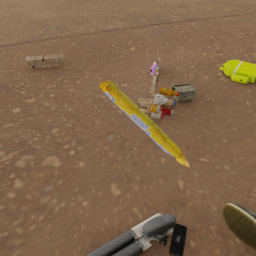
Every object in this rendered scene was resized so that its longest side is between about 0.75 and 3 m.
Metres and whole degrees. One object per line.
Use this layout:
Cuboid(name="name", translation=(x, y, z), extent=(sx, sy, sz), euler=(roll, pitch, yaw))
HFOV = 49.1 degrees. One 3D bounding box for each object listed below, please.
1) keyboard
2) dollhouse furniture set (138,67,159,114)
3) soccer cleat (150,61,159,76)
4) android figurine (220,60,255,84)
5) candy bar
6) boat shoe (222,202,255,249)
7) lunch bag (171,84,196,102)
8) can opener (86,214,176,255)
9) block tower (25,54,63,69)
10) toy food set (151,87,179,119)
Cuboid(name="keyboard", translation=(1.280, 3.050, 7.742), extent=(0.607, 0.098, 0.955), euler=(16, 38, 10))
Cuboid(name="dollhouse furniture set", translation=(0.895, -1.731, 12.753), extent=(0.818, 1.675, 1.428), euler=(6, 38, 9))
Cuboid(name="soccer cleat", translation=(1.471, -3.394, 15.979), extent=(0.510, 0.475, 1.393), euler=(-5, 39, 1))
Cuboid(name="android figurine", translation=(6.441, -3.166, 15.615), extent=(2.497, 0.513, 2.273), euler=(21, 42, 24))
Cuboid(name="candy bar", translation=(0.380, -0.092, 6.179), extent=(0.295, 2.659, 0.663), euler=(-48, 12, -3))
Cuboid(name="boat shoe", translation=(3.684, 2.827, 7.492), extent=(0.787, 0.856, 2.396), euler=(-22, 45, -37))
Cuboid(name="lunch bag", translation=(2.697, -1.805, 13.715), extent=(0.907, 0.650, 1.106), euler=(-6, 32, -9))
Cuboid(name="can opener", translation=(0.040, 2.957, 7.306), extent=(2.672, 0.888, 0.703), euler=(-24, 43, -22))
Cuboid(name="block tower", translation=(-4.909, -3.943, 16.590), extent=(2.123, 0.614, 0.573), euler=(-8, 38, -7))
Cuboid(name="toy food set", translation=(1.648, -1.012, 12.366), extent=(0.897, 0.952, 1.994), euler=(11, 32, 13))
